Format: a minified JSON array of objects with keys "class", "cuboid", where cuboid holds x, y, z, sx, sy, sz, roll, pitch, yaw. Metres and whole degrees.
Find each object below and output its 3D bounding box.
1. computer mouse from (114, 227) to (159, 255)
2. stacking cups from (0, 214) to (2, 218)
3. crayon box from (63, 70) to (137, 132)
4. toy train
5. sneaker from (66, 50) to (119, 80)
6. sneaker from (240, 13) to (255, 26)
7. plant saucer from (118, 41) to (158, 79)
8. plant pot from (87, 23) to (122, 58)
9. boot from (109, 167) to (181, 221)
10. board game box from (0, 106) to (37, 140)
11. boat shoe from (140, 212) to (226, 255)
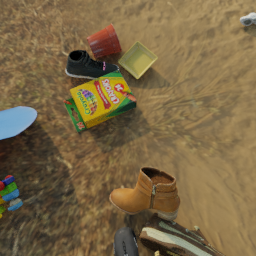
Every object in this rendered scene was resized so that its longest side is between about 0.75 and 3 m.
[{"class":"computer mouse","cuboid":[0.161,2.712,6.176,1.034,0.339,1.473,-14,35,6]},{"class":"stacking cups","cuboid":[-3.844,1.320,7.565,0.697,0.697,2.303,-13,65,-6]},{"class":"crayon box","cuboid":[-0.899,-0.839,8.626,2.006,0.510,1.273,-25,68,-10]},{"class":"toy train","cuboid":[-3.187,1.733,6.618,1.338,0.566,0.774,-26,94,9]},{"class":"sneaker","cuboid":[-1.136,-2.033,8.942,1.746,0.866,0.617,1,63,-6]},{"class":"sneaker","cuboid":[4.437,-3.983,10.180,0.891,0.347,0.443,-6,59,-13]},{"class":"plant saucer","cuboid":[0.339,-2.217,9.285,0.983,0.238,0.983,-46,73,1]},{"class":"plant pot","cuboid":[-0.815,-2.838,9.345,0.944,0.971,0.971,-22,67,-2]},{"class":"boot","cuboid":[0.341,1.464,6.697,1.861,1.440,0.686,7,44,18]},{"class":"board game box","cuboid":[-3.896,0.229,7.782,2.900,0.565,2.291,-15,26,-9]},{"class":"boat shoe","cuboid":[1.620,2.808,6.753,2.568,0.949,0.950,24,51,10]}]
